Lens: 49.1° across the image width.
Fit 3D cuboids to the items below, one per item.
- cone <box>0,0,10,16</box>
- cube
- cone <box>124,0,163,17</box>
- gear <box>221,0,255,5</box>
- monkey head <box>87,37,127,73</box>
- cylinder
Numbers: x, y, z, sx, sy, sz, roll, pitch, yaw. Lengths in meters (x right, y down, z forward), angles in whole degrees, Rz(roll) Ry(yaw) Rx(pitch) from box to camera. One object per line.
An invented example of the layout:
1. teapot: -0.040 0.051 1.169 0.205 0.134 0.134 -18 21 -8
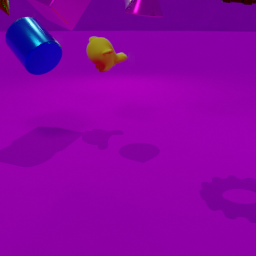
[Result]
1. cone: -4.047 -4.153 8.649 1.407 1.413 1.407 -24 16 7
2. cube: -2.113 -3.970 8.500 1.224 1.224 1.224 31 -2 24
3. cone: 0.484 -3.579 7.397 1.073 1.077 1.073 5 27 -3
4. gear: 2.333 -2.875 5.840 1.547 0.286 1.547 2 35 -1
5. monkey head: -0.642 -2.275 8.405 1.140 0.955 1.585 -22 37 -11
6. cylinder: -2.476 -2.151 7.407 1.083 1.083 1.083 -22 65 -44
